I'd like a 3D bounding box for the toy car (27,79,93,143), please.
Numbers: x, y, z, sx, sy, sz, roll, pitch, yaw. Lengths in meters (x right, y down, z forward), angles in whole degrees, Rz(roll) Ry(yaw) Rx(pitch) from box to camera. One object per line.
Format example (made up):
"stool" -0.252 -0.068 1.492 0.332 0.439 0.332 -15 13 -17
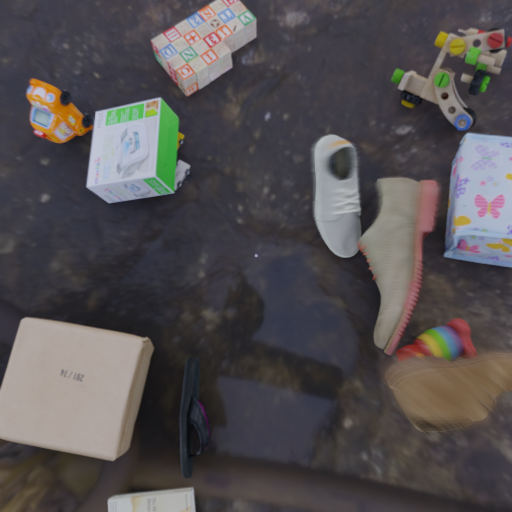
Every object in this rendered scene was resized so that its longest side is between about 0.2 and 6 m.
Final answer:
"toy car" -3.102 -2.212 10.588 2.821 1.384 0.939 29 79 7

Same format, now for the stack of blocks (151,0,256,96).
"stack of blocks" -0.973 -4.388 11.598 2.036 0.596 1.172 -37 77 -10

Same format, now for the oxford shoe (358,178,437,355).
"oxford shoe" 2.367 0.130 9.996 1.192 1.123 3.188 11 77 11

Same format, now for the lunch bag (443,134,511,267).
"lunch bag" 4.803 -0.885 10.123 2.470 1.570 2.094 6 72 12

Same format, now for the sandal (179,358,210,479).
"sandal" -1.009 2.717 9.474 0.473 0.743 1.978 1 73 4

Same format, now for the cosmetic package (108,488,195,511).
"cosmetic package" -1.694 4.248 9.175 1.354 0.481 0.712 -7 74 -2

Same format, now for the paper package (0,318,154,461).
"paper package" -3.019 2.215 9.440 2.129 1.101 2.029 10 74 2

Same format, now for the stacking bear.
"stacking bear" 3.048 1.642 9.743 1.239 0.704 0.752 -19 93 -12

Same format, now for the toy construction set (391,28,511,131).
"toy construction set" 3.789 -3.789 11.022 1.823 1.979 2.373 24 54 19

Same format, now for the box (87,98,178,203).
"box" -2.298 -1.956 10.577 1.453 0.796 1.647 -5 70 18

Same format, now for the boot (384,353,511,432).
"boot" 3.457 2.211 8.974 2.838 1.045 1.071 0 49 -22

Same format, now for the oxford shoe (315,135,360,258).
"oxford shoe" 1.530 -1.035 10.164 0.858 0.659 2.282 -15 106 -20

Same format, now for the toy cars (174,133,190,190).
"toy cars" -1.609 -1.863 11.059 0.552 0.273 1.231 -11 78 -5
